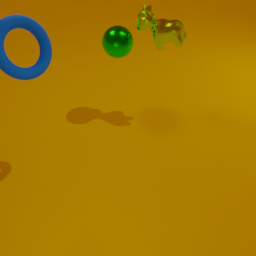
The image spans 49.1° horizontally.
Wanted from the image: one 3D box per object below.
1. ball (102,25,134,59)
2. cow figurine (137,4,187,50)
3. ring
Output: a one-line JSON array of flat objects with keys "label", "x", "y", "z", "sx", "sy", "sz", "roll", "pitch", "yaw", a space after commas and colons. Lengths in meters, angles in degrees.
[{"label": "ball", "x": -0.273, "y": -2.281, "z": 7.448, "sx": 0.847, "sy": 0.847, "sz": 0.847, "roll": 0, "pitch": 44, "yaw": 0}, {"label": "cow figurine", "x": 0.828, "y": -2.580, "z": 7.072, "sx": 1.196, "sy": 1.176, "sz": 0.656, "roll": 3, "pitch": 49, "yaw": 34}, {"label": "ring", "x": -1.912, "y": -1.452, "z": 5.095, "sx": 0.230, "sy": 1.151, "sz": 1.151, "roll": 8, "pitch": 39, "yaw": 44}]
